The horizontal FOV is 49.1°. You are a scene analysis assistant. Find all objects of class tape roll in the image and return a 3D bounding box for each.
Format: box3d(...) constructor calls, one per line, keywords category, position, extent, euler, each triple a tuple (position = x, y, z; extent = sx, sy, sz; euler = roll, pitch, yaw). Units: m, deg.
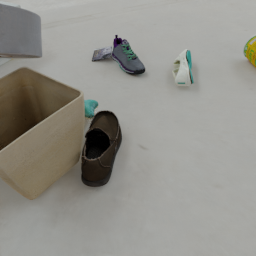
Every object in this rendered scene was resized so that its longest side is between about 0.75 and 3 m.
box3d(category="tape roll", position=(-2.992, -1.829, 5.486), extent=(2.501, 0.826, 2.501), euler=(0, 11, 0))

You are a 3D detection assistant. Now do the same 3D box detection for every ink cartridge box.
box3d(category="ink cartridge box", position=(-5.464, -3.592, 10.805), extent=(1.854, 1.862, 2.563), euler=(19, 44, 21))

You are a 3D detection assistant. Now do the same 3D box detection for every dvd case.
box3d(category="dvd case", position=(-1.052, -3.045, 11.427), extent=(0.762, 0.082, 1.025), euler=(-9, 39, 10))

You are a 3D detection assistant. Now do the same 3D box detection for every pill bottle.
box3d(category="pill bottle", position=(5.139, -2.622, 10.292), extent=(1.054, 1.054, 1.897), euler=(-6, 41, -7))

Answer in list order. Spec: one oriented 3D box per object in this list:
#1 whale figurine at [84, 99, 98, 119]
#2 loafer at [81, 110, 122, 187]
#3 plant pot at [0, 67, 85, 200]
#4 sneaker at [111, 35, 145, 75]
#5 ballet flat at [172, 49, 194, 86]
box3d(category="whale figurine", position=(-1.902, -0.777, 8.126), extent=(2.002, 1.039, 1.593), euler=(7, 41, 7))
box3d(category="loafer", position=(-0.622, 0.273, 7.001), extent=(0.906, 0.885, 2.482), euler=(1, 40, 1))
box3d(category="plant pot", position=(-2.248, 0.226, 6.132), extent=(2.175, 1.928, 2.178), euler=(26, 51, 32))
box3d(category="sneaker", position=(-0.061, -2.784, 10.597), extent=(0.778, 0.915, 2.090), euler=(-22, 44, -24))
box3d(category="ballet flat", position=(1.962, -2.218, 10.179), extent=(0.763, 0.763, 2.197), euler=(5, 41, 6))
